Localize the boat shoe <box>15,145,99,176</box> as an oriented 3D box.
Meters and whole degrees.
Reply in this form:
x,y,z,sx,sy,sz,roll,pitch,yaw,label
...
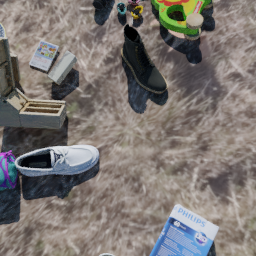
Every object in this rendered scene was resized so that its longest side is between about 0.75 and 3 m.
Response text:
x,y,z,sx,sy,sz,roll,pitch,yaw,label
-2.354,1.106,9.409,2.751,0.899,1.012,-13,73,-4,boat shoe

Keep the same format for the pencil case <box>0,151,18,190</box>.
x,y,z,sx,sy,sz,roll,pitch,yaw,label
-5.090,1.515,9.112,2.798,1.190,1.293,-7,104,-3,pencil case

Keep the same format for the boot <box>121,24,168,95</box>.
x,y,z,sx,sy,sz,roll,pitch,yaw,label
0.557,-2.413,10.118,0.940,1.679,2.428,-41,77,-12,boot

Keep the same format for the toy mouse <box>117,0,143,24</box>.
x,y,z,sx,sy,sz,roll,pitch,yaw,label
0.021,-5.096,11.689,1.374,0.299,1.546,32,75,9,toy mouse

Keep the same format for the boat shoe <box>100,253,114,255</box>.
x,y,z,sx,sy,sz,roll,pitch,yaw,label
-0.464,4.158,8.758,0.962,0.306,0.340,9,73,3,boat shoe

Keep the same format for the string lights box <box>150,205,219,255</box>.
x,y,z,sx,sy,sz,roll,pitch,yaw,label
1.501,3.914,8.567,1.407,0.807,2.738,29,75,9,string lights box

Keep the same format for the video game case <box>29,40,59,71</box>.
x,y,z,sx,sy,sz,roll,pitch,yaw,label
-3.297,-2.848,11.031,0.795,0.100,1.110,21,79,7,video game case

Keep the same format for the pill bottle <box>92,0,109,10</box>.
x,y,z,sx,sy,sz,roll,pitch,yaw,label
-1.056,-5.524,11.645,0.644,0.644,1.152,17,74,5,pill bottle

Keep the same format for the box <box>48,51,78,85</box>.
x,y,z,sx,sy,sz,roll,pitch,yaw,label
-2.447,-2.259,10.539,0.417,0.501,1.220,36,86,3,box

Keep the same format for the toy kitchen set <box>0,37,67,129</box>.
x,y,z,sx,sy,sz,roll,pitch,yaw,label
-3.415,-1.725,9.752,2.456,2.722,2.221,3,29,-1,toy kitchen set

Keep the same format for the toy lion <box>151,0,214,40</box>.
x,y,z,sx,sy,sz,roll,pitch,yaw,label
2.084,-5.212,11.515,2.629,0.941,2.742,20,74,14,toy lion

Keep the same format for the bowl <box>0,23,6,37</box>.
x,y,z,sx,sy,sz,roll,pitch,yaw,label
-5.475,-3.236,10.807,1.831,0.859,1.831,0,72,-1,bowl
